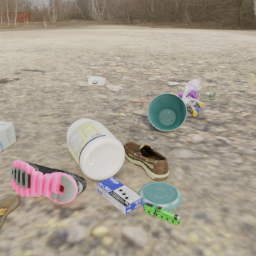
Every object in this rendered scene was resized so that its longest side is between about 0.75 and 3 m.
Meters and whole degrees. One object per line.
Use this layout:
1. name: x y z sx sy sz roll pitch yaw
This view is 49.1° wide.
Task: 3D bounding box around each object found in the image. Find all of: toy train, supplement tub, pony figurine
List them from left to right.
1. supplement tub: -1.027 0.549 8.293 1.320 1.320 1.821 -12 27 -24
2. toy train: 0.790 1.976 6.500 0.929 0.262 0.194 14 28 28
3. pony figurine: 2.670 -1.254 12.452 1.668 1.439 1.728 -16 40 -8

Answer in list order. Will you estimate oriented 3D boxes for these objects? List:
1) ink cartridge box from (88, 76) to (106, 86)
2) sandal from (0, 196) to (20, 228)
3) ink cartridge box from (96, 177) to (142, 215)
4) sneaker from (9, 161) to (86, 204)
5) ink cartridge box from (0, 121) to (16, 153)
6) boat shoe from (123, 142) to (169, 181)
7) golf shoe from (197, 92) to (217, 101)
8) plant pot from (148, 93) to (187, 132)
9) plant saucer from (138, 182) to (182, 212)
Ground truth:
1. ink cartridge box: -1.828 -2.778 16.539 0.918 0.393 0.677 1 25 8
2. sandal: -3.004 1.939 6.469 0.524 0.352 1.305 6 26 13
3. ink cartridge box: -0.246 1.688 7.119 0.554 0.261 1.179 -19 31 -37
4. sneaker: -2.099 1.369 7.408 2.256 0.891 1.076 12 6 22
5. ink cartridge box: -4.802 0.444 9.201 1.313 0.746 1.802 8 26 16
6. boat shoe: 0.541 0.773 8.485 0.757 0.759 2.051 -16 30 -31
7. golf shoe: 3.850 -1.583 14.086 1.189 0.466 0.578 -2 7 -18
8. plant pot: 1.512 -0.504 10.802 1.444 1.444 0.973 4 -10 9
9. plant saucer: 0.825 1.714 7.200 1.141 0.156 1.141 1 25 0
